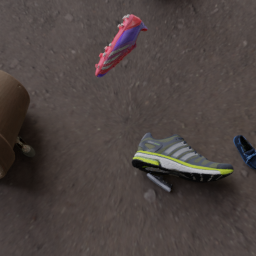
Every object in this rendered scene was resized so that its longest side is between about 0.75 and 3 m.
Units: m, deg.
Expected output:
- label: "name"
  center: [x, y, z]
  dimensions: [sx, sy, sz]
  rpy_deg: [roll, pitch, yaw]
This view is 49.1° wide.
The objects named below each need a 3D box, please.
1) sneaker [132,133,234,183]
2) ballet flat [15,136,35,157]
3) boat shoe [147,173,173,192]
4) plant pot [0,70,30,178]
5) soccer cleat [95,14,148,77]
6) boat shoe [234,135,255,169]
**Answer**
- label: "sneaker"
  center: [1.666, 0.836, 8.339]
  dimensions: [2.980, 1.101, 1.206]
  rpy_deg: [12, 68, 2]
- label: "ballet flat"
  center: [-3.306, 0.570, 8.807]
  dimensions: [0.918, 0.292, 0.309]
  rpy_deg: [40, 76, 12]
- label: "boat shoe"
  center: [0.979, 1.579, 8.473]
  dimensions: [0.854, 0.299, 0.283]
  rpy_deg: [33, 74, 8]
- label: "plant pot"
  center: [-4.205, -0.320, 8.066]
  dimensions: [2.873, 2.873, 2.505]
  rpy_deg: [18, 55, 6]
- label: "soccer cleat"
  center: [-0.200, -2.103, 7.491]
  dimensions: [0.722, 0.630, 1.888]
  rpy_deg: [30, 94, -21]
- label: "boat shoe"
  center: [3.709, 0.762, 8.678]
  dimensions: [0.506, 0.413, 1.202]
  rpy_deg: [-35, 75, -11]
